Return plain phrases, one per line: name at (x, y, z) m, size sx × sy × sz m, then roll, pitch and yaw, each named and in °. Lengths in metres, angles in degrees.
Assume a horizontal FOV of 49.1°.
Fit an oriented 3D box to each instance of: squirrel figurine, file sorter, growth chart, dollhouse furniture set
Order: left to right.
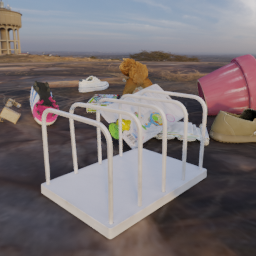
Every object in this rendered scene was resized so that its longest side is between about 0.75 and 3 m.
dollhouse furniture set at (-4.138, -0.515, 9.873) m, size 0.563 × 0.659 × 1.272 m, roll 30°, pitch 11°, yaw -23°
file sorter at (0.003, 0.311, 5.063) m, size 1.823 × 1.636 × 2.628 m, roll 15°, pitch 22°, yaw 42°
squirrel figurine at (0.372, -1.994, 12.066) m, size 1.481 × 2.092 × 1.953 m, roll -6°, pitch 26°, yaw -1°
growth chart at (1.122, 0.049, 8.415) m, size 2.636 × 0.234 × 1.907 m, roll 6°, pitch 18°, yaw 19°

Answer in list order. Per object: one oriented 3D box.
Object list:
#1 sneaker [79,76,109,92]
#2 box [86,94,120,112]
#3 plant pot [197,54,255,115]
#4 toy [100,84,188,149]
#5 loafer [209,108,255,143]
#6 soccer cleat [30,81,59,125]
sneaker at (-1.953, -2.634, 16.463) m, size 0.848 × 0.822 × 2.322 m, roll 11°, pitch 19°, yaw 32°
box at (-1.001, -1.078, 11.980) m, size 1.181 × 0.373 × 2.146 m, roll 1°, pitch 16°, yaw 2°
plant pot at (3.689, -1.378, 10.325) m, size 1.966 × 2.196 × 2.196 m, roll -14°, pitch 15°, yaw 7°
toy at (0.429, -0.307, 7.924) m, size 2.465 × 0.582 × 1.419 m, roll -27°, pitch 67°, yaw -42°
loafer at (3.567, -0.067, 7.650) m, size 2.588 × 0.873 × 0.984 m, roll -2°, pitch 16°, yaw -5°
soccer cleat at (-3.037, -0.697, 10.084) m, size 0.873 × 1.079 × 2.500 m, roll 4°, pitch 37°, yaw -25°
